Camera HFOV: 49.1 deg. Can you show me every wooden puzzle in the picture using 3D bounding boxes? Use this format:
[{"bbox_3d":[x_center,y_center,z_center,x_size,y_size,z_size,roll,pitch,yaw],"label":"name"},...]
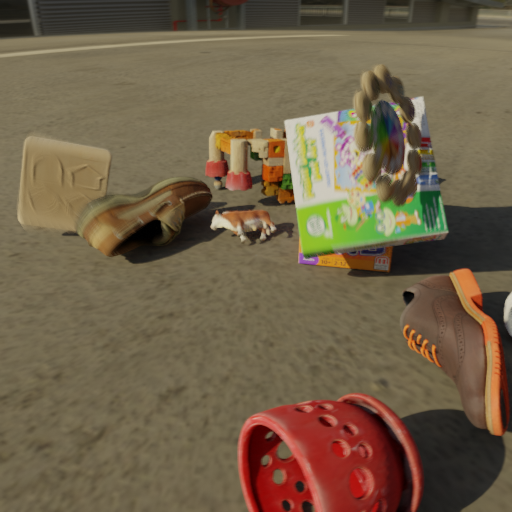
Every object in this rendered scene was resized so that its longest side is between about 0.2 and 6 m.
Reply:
[{"bbox_3d":[-4.045,-1.489,11.849,1.711,1.847,0.428,7,19,-18],"label":"wooden puzzle"}]

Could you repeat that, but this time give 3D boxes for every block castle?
[{"bbox_3d":[0.580,-2.344,14.323,3.378,1.585,2.257,-7,21,-22],"label":"block castle"}]

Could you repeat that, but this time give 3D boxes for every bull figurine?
[{"bbox_3d":[-0.259,-0.674,12.013,1.369,0.446,0.831,-11,53,-22],"label":"bull figurine"}]

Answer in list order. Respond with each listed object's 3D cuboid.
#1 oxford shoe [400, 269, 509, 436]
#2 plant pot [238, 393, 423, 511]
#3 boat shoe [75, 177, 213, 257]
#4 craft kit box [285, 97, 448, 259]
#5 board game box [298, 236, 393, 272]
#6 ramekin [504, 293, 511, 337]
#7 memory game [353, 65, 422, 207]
[{"bbox_3d":[2.779,1.330,8.068,1.259,1.235,3.471,-9,19,14],"label":"oxford shoe"},{"bbox_3d":[0.768,2.222,5.787,1.435,1.575,1.575,-10,29,-32],"label":"plant pot"},{"bbox_3d":[-2.180,-0.728,11.877,3.231,1.222,1.193,-24,65,-40],"label":"boat shoe"},{"bbox_3d":[1.879,-1.371,9.882,2.486,2.517,0.611,-9,-13,10],"label":"craft kit box"},{"bbox_3d":[1.891,-0.958,11.377,1.816,1.817,1.816,6,29,10],"label":"board game box"},{"bbox_3d":[4.423,0.909,8.851,0.994,0.994,0.522,7,19,12],"label":"ramekin"},{"bbox_3d":[2.095,-1.834,8.673,0.140,2.198,2.198,-6,19,39],"label":"memory game"}]
